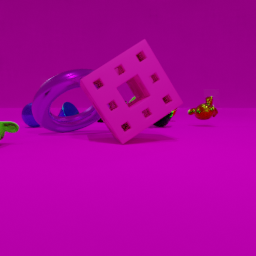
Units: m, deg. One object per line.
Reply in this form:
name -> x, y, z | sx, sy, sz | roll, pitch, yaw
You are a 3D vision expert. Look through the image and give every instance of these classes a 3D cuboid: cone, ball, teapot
cone -> -2.433, -0.361, 10.493 | 0.935, 0.932, 0.932 | -27, -7, 24
ball -> -2.978, -0.421, 8.950 | 0.811, 0.811, 0.811 | 0, 5, 0
teapot -> 1.012, -0.500, 8.857 | 1.470, 0.914, 0.720 | -24, -7, -44

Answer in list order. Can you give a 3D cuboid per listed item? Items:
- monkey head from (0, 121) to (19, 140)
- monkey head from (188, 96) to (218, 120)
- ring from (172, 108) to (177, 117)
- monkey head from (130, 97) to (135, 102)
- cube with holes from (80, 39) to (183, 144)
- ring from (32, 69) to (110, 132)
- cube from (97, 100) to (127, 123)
monkey head -> -2.381, -0.057, 4.595 | 1.048, 0.754, 0.631 | 5, 25, -11
monkey head -> 2.599, -0.677, 9.452 | 0.694, 0.828, 1.151 | 2, -5, -33
ring -> 1.628, -0.852, 12.616 | 1.224, 1.224, 0.245 | 3, -26, 31
monkey head -> 0.557, -0.808, 10.040 | 1.732, 1.044, 1.246 | -16, 37, 39
cube with holes -> -0.014, -0.674, 5.503 | 1.323, 1.323, 1.323 | -34, 9, -6
ring -> -1.276, -0.601, 6.725 | 2.007, 0.401, 2.007 | -21, -30, -13
cube -> -0.666, -0.693, 11.688 | 0.911, 0.911, 0.911 | 3, 5, 34
